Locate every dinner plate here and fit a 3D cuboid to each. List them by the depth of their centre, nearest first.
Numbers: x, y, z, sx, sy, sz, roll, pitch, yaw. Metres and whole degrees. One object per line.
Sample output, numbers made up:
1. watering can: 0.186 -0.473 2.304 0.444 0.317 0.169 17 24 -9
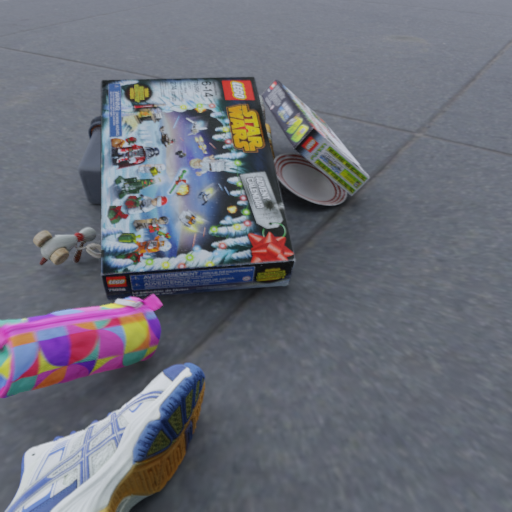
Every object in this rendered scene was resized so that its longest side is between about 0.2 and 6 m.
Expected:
1. dinner plate: 1.170 -1.665 12.441 1.803 0.218 1.803 15 41 -13

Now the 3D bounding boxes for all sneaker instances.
1. sneaker: -1.833 2.279 6.294 1.474 1.259 3.344 16 38 21
2. sneaker: -0.334 -2.721 13.504 1.434 1.237 3.271 -10 38 -1

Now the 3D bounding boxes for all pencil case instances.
1. pencil case: -2.410 1.127 7.535 1.047 1.047 2.370 29 26 35

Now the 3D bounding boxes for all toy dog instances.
1. toy dog: -3.495 -0.130 10.242 1.273 0.613 0.839 2 50 -50

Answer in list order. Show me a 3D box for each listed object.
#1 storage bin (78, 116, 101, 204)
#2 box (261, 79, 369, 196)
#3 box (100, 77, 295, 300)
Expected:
1. storage bin: -2.641 -2.034 12.220 2.442 1.777 1.640 4 45 6
2. box: 1.252 -2.772 12.693 1.822 0.575 3.310 33 21 -29
3. box: -1.250 -1.485 10.455 3.162 0.921 4.619 -4 57 -10
